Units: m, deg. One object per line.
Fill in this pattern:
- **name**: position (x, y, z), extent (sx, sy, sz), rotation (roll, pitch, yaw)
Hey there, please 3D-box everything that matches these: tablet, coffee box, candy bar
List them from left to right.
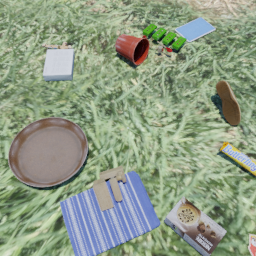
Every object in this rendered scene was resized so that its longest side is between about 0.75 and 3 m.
- **coffee box**: position (2.076, 3.095, 8.774), extent (1.652, 0.659, 0.934), rotation (38, 65, 22)
- **tablet**: position (3.449, -5.041, 14.364), extent (1.818, 0.124, 1.183), rotation (-30, 62, -17)
- **candy bar**: position (4.167, 1.191, 10.009), extent (1.970, 0.218, 0.491), rotation (38, 86, 12)

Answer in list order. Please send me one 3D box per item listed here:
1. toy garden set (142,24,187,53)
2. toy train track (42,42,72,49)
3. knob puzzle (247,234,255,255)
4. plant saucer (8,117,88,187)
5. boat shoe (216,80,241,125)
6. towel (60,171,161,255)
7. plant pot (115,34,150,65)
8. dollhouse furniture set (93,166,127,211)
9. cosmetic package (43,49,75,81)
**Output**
- **toy garden set**: position (1.560, -4.178, 13.626), extent (2.019, 0.403, 1.683), rotation (30, 56, 17)
- **toy train track**: position (-3.472, -4.012, 13.635), extent (1.449, 0.236, 0.831), rotation (5, 57, 4)
- **knob puzzle**: position (4.157, 3.780, 8.650), extent (0.964, 0.134, 0.964), rotation (0, 57, 0)
- **plant saucer**: position (-2.893, 0.885, 10.337), extent (2.865, 0.459, 2.865), rotation (0, 56, 0)
- **boat shoe**: position (4.126, -1.031, 11.300), extent (0.671, 0.672, 1.863), rotation (-12, 80, -52)
- **towel**: position (-0.608, 2.811, 9.226), extent (2.872, 0.343, 2.079), rotation (-21, 61, -11)
- **plant pot**: position (0.142, -3.705, 12.935), extent (1.221, 1.256, 1.256), rotation (30, 62, 28)
- **dollhouse furniture set**: position (-0.535, 2.016, 9.533), extent (1.072, 1.127, 0.918), rotation (-18, 100, -2)
- **cosmetic package**: position (-3.128, -2.895, 12.792), extent (1.247, 0.427, 1.654), rotation (0, 57, -2)
